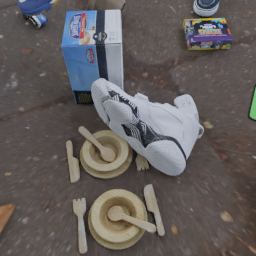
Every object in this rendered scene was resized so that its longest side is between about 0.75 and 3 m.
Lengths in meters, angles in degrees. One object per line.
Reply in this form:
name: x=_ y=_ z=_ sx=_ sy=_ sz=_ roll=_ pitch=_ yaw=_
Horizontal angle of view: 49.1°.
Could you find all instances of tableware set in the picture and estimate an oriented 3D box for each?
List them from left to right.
tableware set: x=-0.374 y=1.205 z=6.471 sx=1.944 sy=0.589 sz=2.941 roll=-10 pitch=57 yaw=-7

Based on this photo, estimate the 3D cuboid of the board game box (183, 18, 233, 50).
board game box: x=2.673 y=-3.204 z=9.509 sx=1.431 sy=0.406 sz=1.183 roll=-3 pitch=55 yaw=-2

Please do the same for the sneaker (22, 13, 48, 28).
sneaker: x=-3.392 y=-4.119 z=10.112 sx=0.590 sy=0.520 sz=1.324 roll=-36 pitch=71 yaw=-29

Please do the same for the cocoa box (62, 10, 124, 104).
cocoa box: x=-0.850 y=-1.828 z=7.547 sx=1.407 sy=2.144 sz=1.430 roll=-2 pitch=55 yaw=0

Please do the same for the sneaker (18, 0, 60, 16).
sneaker: x=-1.738 y=-3.667 z=6.263 sx=2.491 sy=1.098 sz=0.938 roll=-42 pitch=68 yaw=10

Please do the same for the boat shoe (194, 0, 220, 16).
boat shoe: x=3.166 y=-5.331 z=10.450 sx=0.911 sy=1.169 sz=2.574 roll=20 pitch=59 yaw=13

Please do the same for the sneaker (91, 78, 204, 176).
sneaker: x=0.561 y=-0.364 z=6.970 sx=2.967 sy=1.115 sz=1.705 roll=44 pitch=60 yaw=1

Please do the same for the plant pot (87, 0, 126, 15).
plant pot: x=-0.721 y=-4.347 z=9.891 sx=1.088 sy=1.254 sz=1.254 roll=24 pitch=59 yaw=-3

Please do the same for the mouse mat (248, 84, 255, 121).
mouse mat: x=4.459 y=-0.545 z=7.962 sx=1.861 sy=0.070 sz=1.497 roll=19 pitch=59 yaw=14
